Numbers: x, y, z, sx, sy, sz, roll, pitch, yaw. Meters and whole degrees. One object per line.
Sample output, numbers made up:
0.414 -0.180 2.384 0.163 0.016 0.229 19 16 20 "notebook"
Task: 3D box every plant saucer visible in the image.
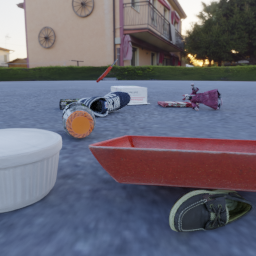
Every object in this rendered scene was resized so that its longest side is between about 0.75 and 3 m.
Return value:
1.127 0.468 4.436 2.856 0.525 2.861 2 1 9 "plant saucer"

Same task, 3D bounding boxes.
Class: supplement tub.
-1.374 -0.222 7.778 0.882 0.882 1.440 -3 11 -13 "supplement tub"

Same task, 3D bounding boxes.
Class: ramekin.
-1.863 0.571 4.131 1.757 0.818 1.757 1 12 0 "ramekin"

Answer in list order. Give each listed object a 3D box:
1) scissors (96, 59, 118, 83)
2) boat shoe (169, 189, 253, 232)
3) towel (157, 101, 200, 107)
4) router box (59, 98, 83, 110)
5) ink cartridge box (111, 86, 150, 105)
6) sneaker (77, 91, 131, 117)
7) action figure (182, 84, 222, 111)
-0.723 -2.549 11.802 0.732 0.139 2.002 -33 17 51 "scissors"
1.007 0.956 3.265 1.191 0.426 0.391 -3 7 -36 "boat shoe"
2.529 -1.207 14.231 1.873 0.213 1.349 1 10 -5 "towel"
-2.578 -1.154 13.392 1.344 0.418 1.007 -3 12 -10 "router box"
0.107 -1.861 15.622 1.538 0.884 2.627 -4 12 -19 "ink cartridge box"
-0.755 -1.002 11.482 2.475 0.868 1.343 -14 12 -27 "sneaker"
3.379 -1.433 12.870 1.789 1.198 1.332 9 13 26 "action figure"
